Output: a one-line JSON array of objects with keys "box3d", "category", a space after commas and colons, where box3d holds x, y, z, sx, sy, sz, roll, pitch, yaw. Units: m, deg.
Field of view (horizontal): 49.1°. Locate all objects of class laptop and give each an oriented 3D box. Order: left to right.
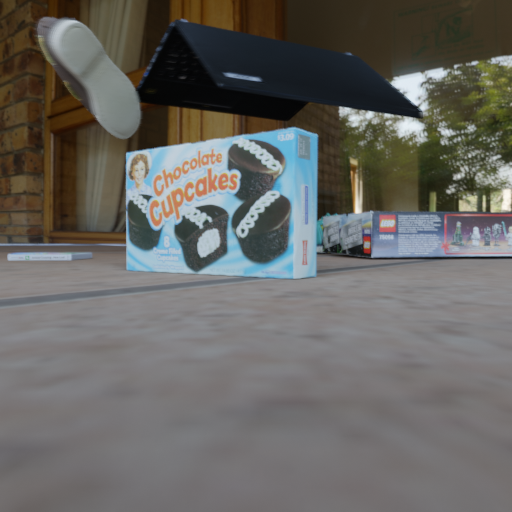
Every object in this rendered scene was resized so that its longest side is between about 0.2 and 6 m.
[{"box3d": [0.126, -2.776, 10.311, 3.748, 2.184, 4.229, 1, -14, -27], "category": "laptop"}]

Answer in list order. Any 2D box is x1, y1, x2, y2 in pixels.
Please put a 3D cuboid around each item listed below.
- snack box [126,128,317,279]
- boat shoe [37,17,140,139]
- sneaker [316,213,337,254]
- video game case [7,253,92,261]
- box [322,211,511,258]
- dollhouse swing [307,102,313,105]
[{"box3d": [-0.392, -0.419, 5.010, 2.022, 1.174, 0.375, 1, 1, 38], "category": "snack box"}, {"box3d": [-3.067, -3.273, 10.477, 0.802, 0.969, 2.696, 30, -15, 28], "category": "boat shoe"}, {"box3d": [1.617, -0.511, 12.897, 2.369, 0.943, 0.918, -1, 1, -5], "category": "sneaker"}, {"box3d": [-3.251, 0.006, 8.931, 0.970, 0.118, 1.066, 0, 2, 0], "category": "video game case"}, {"box3d": [3.533, -0.384, 10.315, 4.039, 0.806, 2.765, 0, 2, -9], "category": "box"}, {"box3d": [1.510, -4.333, 14.118, 0.921, 0.952, 1.047, 10, 10, 29], "category": "dollhouse swing"}]
